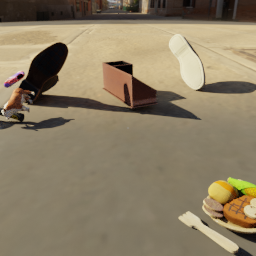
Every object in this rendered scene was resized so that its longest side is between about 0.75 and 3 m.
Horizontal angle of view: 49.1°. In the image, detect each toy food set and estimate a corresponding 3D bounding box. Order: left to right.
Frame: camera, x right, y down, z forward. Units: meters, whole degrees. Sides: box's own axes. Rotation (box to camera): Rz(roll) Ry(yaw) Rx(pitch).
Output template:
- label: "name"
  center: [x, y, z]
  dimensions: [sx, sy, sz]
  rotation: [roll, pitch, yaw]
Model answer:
- label: "toy food set"
  center: [1.873, 1.295, 4.783]
  dimensions: [1.781, 0.358, 1.230]
  rotation: [-19, 27, -34]

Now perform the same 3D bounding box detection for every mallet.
- label: "mallet"
  center: [-4.464, -0.781, 8.345]
  dimensions: [2.785, 0.917, 0.573]
  rotation: [9, 33, 6]

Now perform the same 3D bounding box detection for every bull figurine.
- label: "bull figurine"
  center: [-3.270, -0.736, 8.370]
  dimensions: [0.725, 0.389, 1.195]
  rotation: [14, 50, -15]

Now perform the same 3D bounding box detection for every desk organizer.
- label: "desk organizer"
  center: [-0.031, -1.672, 10.120]
  dimensions: [0.995, 1.069, 2.776]
  rotation: [-12, 25, -22]

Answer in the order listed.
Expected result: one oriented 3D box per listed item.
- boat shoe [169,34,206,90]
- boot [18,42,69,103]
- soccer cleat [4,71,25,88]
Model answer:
- label: "boat shoe"
  center: [2.604, -2.730, 11.755]
  dimensions: [0.809, 0.976, 2.717]
  rotation: [10, 51, -49]
- label: "boot"
  center: [-2.875, -2.020, 9.936]
  dimensions: [0.946, 2.532, 1.227]
  rotation: [43, 17, -7]
- label: "soccer cleat"
  center: [-4.270, -1.817, 10.518]
  dimensions: [0.909, 0.310, 0.333]
  rotation: [-37, 33, -5]
